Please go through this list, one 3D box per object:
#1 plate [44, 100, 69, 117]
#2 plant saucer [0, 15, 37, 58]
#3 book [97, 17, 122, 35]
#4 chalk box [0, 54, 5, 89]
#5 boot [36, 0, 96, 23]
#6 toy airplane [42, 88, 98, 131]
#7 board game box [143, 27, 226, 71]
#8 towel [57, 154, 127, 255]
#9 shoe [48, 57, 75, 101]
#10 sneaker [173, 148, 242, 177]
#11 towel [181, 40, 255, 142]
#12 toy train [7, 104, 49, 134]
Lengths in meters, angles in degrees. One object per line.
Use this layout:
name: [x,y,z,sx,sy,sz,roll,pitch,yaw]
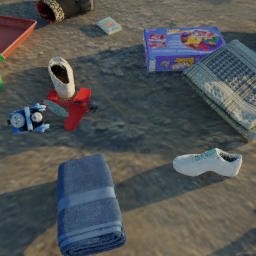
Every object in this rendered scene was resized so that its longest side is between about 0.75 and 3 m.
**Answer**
plate: [-2.021,-0.514,7.810,0.805,0.805,0.103,22,72,19]
plant saucer: [-5.408,-3.428,10.770,2.894,0.531,2.889,12,49,12]
book: [-0.791,-4.284,11.795,0.641,0.231,0.959,-29,55,-20]
chalk box: [-4.863,-1.754,8.729,1.288,1.281,2.070,35,55,29]
boot: [-3.130,-5.739,12.587,2.879,1.053,2.167,39,57,23]
toy airplane: [-1.770,-0.731,8.406,1.804,0.332,1.804,0,49,0]
board game box: [2.037,-2.910,10.207,2.827,0.633,1.901,-2,47,-2]
towel: [-0.856,1.546,5.925,1.270,0.552,2.274,-10,38,-8]
shoe: [-2.179,-1.800,9.222,0.765,0.584,2.189,-15,49,-14]
sneaker: [1.919,0.757,6.782,1.616,0.715,0.608,1,49,1]
towel: [3.477,-1.309,8.380,2.801,0.502,2.909,-33,71,-27]
toy train: [-2.271,-0.160,6.388,0.823,1.441,0.625,-12,92,-18]
